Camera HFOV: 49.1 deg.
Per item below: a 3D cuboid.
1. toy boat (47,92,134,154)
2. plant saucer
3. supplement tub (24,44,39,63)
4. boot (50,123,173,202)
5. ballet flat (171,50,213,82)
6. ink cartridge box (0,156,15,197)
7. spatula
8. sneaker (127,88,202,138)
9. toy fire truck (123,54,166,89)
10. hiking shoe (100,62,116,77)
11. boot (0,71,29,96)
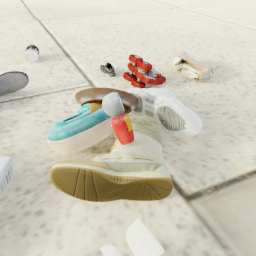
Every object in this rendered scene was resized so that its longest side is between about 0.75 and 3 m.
[{"bbox_3d":[-0.803,-0.176,6.831,2.067,1.143,2.459,-31,17,-37],"label":"toy boat"},{"bbox_3d":[-0.609,-0.680,8.026,1.852,1.852,0.297,3,74,4],"label":"plant saucer"},{"bbox_3d":[-4.294,-3.371,12.558,0.601,0.601,0.981,-7,35,-10],"label":"supplement tub"},{"bbox_3d":[-0.344,0.672,6.430,2.532,0.912,1.958,4,35,-4],"label":"boot"},{"bbox_3d":[2.305,-2.460,11.142,0.784,0.794,2.332,-30,42,-19],"label":"ballet flat"},{"bbox_3d":[-3.995,1.462,5.523,2.601,0.563,2.554,4,36,2],"label":"ink cartridge box"},{"bbox_3d":[0.131,2.519,4.015,1.546,0.179,2.223,-30,40,-15],"label":"spatula"},{"bbox_3d":[1.224,-0.675,8.315,1.342,1.053,2.702,-23,41,-35],"label":"sneaker"},{"bbox_3d":[0.703,-2.055,10.508,1.390,0.928,1.656,1,31,-32],"label":"toy fire truck"},{"bbox_3d":[-0.806,-2.450,11.314,0.371,0.494,0.981,-24,41,-30],"label":"hiking shoe"},{"bbox_3d":[-4.369,-1.097,9.273,2.218,0.774,1.460,-18,40,-7],"label":"boot"}]
